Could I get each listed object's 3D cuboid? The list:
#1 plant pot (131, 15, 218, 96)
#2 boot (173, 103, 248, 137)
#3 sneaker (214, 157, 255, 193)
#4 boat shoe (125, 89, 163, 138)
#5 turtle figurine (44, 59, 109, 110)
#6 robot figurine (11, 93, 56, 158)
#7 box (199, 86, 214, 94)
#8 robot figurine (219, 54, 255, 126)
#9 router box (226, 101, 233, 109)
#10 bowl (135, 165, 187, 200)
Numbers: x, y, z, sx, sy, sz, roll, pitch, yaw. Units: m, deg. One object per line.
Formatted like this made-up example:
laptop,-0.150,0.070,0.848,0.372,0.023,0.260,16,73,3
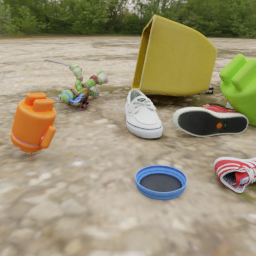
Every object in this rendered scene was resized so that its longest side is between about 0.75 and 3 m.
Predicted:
plant pot,1.786,-2.436,10.800,2.696,2.619,2.636,11,7,-8
boot,2.191,-0.368,8.372,2.178,0.789,1.571,3,20,-14
sneaker,2.454,0.894,5.494,1.431,0.510,0.805,-3,17,13
boat shoe,0.338,-0.535,8.563,0.971,0.881,2.640,-6,23,-15
turtle figurine,-2.011,-1.736,10.570,2.330,1.676,2.259,18,24,30
robot figurine,-2.174,-0.056,6.429,1.077,1.497,0.873,20,24,-9
box,3.076,-1.816,12.574,1.070,0.296,1.335,-4,22,-8
robot figurine,3.671,-1.011,8.175,2.453,1.419,2.152,40,5,-34
router box,5.391,-0.965,9.907,2.486,0.677,2.770,-18,28,-38
bowl,0.646,1.058,5.508,1.014,0.199,1.014,0,22,0
